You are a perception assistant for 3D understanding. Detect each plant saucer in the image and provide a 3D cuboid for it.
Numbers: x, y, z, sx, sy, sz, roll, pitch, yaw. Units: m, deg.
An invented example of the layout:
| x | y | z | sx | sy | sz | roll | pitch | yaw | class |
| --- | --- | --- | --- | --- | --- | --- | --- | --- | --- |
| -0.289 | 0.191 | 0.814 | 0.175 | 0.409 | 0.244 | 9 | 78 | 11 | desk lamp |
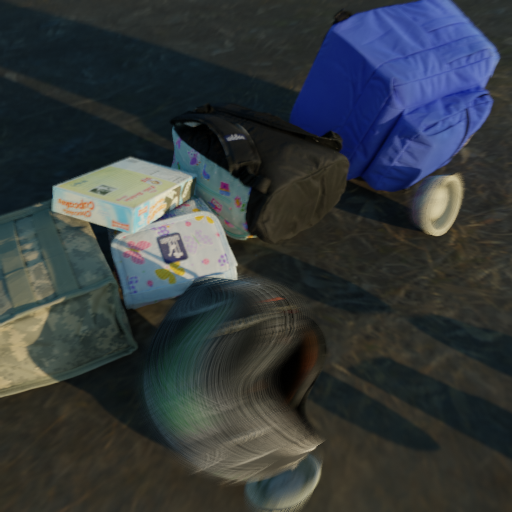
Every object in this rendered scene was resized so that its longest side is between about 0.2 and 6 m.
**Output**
| x | y | z | sx | sy | sz | roll | pitch | yaw | class |
| --- | --- | --- | --- | --- | --- | --- | --- | --- | --- |
| 0.355 | 2.825 | 6.943 | 0.963 | 0.242 | 0.963 | -19 | 17 | 6 | plant saucer |

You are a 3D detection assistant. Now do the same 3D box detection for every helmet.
| x | y | z | sx | sy | sz | roll | pitch | yaw | class |
| --- | --- | --- | --- | --- | --- | --- | --- | --- | --- |
| -0.266 | 1.569 | 7.035 | 2.345 | 2.345 | 2.236 | 13 | 77 | 14 | helmet |

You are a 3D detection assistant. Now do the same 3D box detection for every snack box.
| x | y | z | sx | sy | sz | roll | pitch | yaw | class |
| --- | --- | --- | --- | --- | --- | --- | --- | --- | --- |
| -2.053 | -1.060 | 9.217 | 1.368 | 0.437 | 2.355 | 16 | 24 | 12 | snack box |

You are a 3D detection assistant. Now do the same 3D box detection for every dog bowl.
| x | y | z | sx | sy | sz | roll | pitch | yaw | class |
| --- | --- | --- | --- | --- | --- | --- | --- | --- | --- |
| 3.448 | -1.008 | 10.786 | 1.197 | 1.197 | 0.441 | -33 | 39 | -32 | dog bowl |

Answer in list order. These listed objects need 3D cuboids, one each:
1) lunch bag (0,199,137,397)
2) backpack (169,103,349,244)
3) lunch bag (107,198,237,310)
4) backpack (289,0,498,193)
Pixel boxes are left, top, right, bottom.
| x | y | z | sx | sy | sz | roll | pitch | yaw | class |
| --- | --- | --- | --- | --- | --- | --- | --- | --- | --- |
| -3.727 | 0.683 | 8.378 | 3.073 | 1.806 | 2.520 | -21 | 43 | -16 | lunch bag |
| -0.254 | -1.648 | 10.774 | 3.309 | 2.094 | 2.761 | 32 | 38 | 31 | backpack |
| -1.434 | -0.030 | 9.257 | 1.836 | 1.377 | 2.166 | -13 | 30 | -13 | lunch bag |
| 3.200 | -3.386 | 12.085 | 3.915 | 3.181 | 3.285 | -32 | 78 | -32 | backpack |
